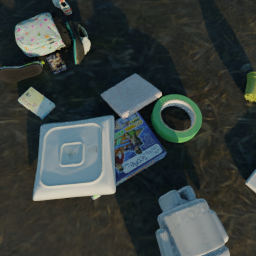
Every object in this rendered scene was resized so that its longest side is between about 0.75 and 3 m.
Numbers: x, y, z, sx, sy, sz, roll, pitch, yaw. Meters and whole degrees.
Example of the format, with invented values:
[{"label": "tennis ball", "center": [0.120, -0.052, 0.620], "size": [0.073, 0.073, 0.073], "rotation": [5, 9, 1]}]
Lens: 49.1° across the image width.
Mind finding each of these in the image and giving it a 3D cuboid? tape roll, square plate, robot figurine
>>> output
[{"label": "tape roll", "center": [1.694, -0.352, 9.817], "size": [1.729, 0.416, 1.729], "rotation": [3, 64, -7]}, {"label": "square plate", "center": [-1.773, 0.872, 9.146], "size": [2.707, 0.389, 2.733], "rotation": [-7, 63, 9]}, {"label": "robot figurine", "center": [1.812, 3.059, 7.877], "size": [2.292, 1.526, 2.702], "rotation": [-11, 66, -27]}]

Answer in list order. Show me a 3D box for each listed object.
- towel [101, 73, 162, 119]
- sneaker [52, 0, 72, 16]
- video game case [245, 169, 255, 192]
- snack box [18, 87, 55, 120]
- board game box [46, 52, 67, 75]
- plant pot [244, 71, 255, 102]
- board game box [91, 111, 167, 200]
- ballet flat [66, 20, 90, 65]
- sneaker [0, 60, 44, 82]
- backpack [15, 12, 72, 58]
[{"label": "towel", "center": [0.084, -1.174, 10.122], "size": [1.700, 0.274, 1.624], "rotation": [-33, 49, -14]}, {"label": "sneaker", "center": [-2.865, -5.394, 12.077], "size": [0.408, 0.542, 1.160], "rotation": [-39, 73, -15]}, {"label": "video game case", "center": [5.334, 1.685, 9.161], "size": [2.045, 0.266, 2.247], "rotation": [41, 72, 16]}, {"label": "snack box", "center": [-3.366, -0.923, 10.313], "size": [1.210, 0.224, 0.703], "rotation": [36, 71, 14]}, {"label": "board game box", "center": [-2.817, -2.563, 11.067], "size": [0.568, 0.145, 0.838], "rotation": [-26, 69, -10]}, {"label": "plant pot", "center": [4.701, -1.461, 10.258], "size": [0.931, 0.931, 0.855], "rotation": [22, 80, 9]}, {"label": "board game box", "center": [-0.406, 0.825, 9.409], "size": [2.820, 0.486, 1.909], "rotation": [-29, 70, -12]}, {"label": "ballet flat", "center": [-1.929, -3.501, 11.180], "size": [0.750, 0.745, 2.192], "rotation": [-10, 67, -14]}, {"label": "sneaker", "center": [-4.105, -2.253, 10.805], "size": [1.760, 0.631, 0.729], "rotation": [-9, 42, -4]}, {"label": "backpack", "center": [-3.375, -3.629, 10.951], "size": [1.934, 1.224, 1.614], "rotation": [-23, 72, -6]}]
